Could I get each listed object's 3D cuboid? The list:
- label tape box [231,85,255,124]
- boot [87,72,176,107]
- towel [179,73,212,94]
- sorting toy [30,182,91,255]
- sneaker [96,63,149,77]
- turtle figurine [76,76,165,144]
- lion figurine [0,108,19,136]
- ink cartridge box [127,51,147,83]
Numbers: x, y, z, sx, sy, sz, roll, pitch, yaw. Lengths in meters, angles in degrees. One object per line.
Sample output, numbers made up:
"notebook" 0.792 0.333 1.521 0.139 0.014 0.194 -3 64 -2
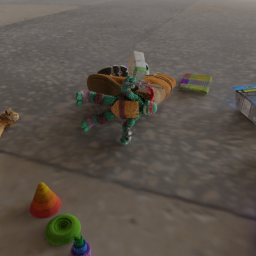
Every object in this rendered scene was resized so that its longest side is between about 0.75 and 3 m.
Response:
"label tape box" 4.537 -0.861 9.637 1.349 0.623 1.884 -6 31 -11
"boot" 0.189 -1.648 10.433 2.945 1.129 2.287 11 30 26
"towel" 2.827 -1.889 11.671 1.216 0.193 1.694 10 34 15
"sorting toy" -1.369 1.701 5.476 0.690 0.686 1.991 -23 38 -32
"sneaker" -0.318 -2.083 11.520 2.615 1.054 1.091 -15 19 -38
"turtle figurine" -0.140 -0.526 8.135 2.582 1.933 1.300 0 11 16
"lion figurine" -3.966 0.018 8.419 0.938 0.555 1.531 8 46 -1
"ink cartridge box" 0.293 -2.026 9.475 0.403 0.670 0.922 3 58 -21
